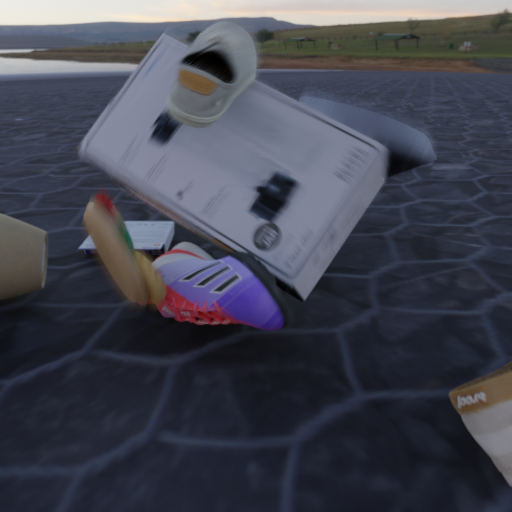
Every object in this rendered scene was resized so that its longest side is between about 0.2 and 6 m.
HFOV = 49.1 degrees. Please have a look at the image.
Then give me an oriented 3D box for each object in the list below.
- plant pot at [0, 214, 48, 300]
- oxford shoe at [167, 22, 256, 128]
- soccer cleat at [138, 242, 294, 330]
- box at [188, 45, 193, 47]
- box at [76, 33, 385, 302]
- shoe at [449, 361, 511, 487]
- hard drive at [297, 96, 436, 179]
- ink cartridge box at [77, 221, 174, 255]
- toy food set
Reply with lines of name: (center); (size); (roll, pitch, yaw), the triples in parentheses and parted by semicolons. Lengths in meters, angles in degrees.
plant pot: (-3.391, 0.006, 6.796); (1.562, 1.463, 1.463); (4, 21, -15)
oxford shoe: (-0.390, -2.120, 6.029); (0.789, 0.606, 2.098); (20, 43, -2)
soccer cleat: (-0.557, 0.440, 6.102); (0.939, 0.875, 2.566); (-34, 24, -22)
box: (-0.967, -2.890, 11.411); (0.446, 2.169, 1.691); (-6, -12, 2)
box: (-0.313, -1.143, 6.952); (3.311, 1.931, 0.996); (31, -6, 18)
shoe: (2.838, 1.080, 4.926); (2.967, 1.037, 0.792); (-13, 67, -34)
hard drive: (1.366, -1.784, 8.783); (2.476, 0.524, 1.670); (10, -10, -24)
ink cartridge box: (-1.962, -0.223, 8.647); (1.250, 0.254, 1.253); (1, 22, 2)
toy food set: (-1.454, -0.053, 6.021); (0.312, 1.268, 1.281); (-31, 13, -20)
